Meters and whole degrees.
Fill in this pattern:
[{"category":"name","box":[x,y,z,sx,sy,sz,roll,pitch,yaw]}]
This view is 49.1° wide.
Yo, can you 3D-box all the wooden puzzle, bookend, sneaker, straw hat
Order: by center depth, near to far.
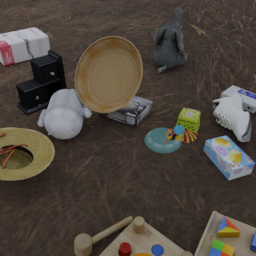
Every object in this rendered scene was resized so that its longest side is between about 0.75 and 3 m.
[{"category":"wooden puzzle","box":[2.843,3.056,7.077,1.898,0.439,1.758,20,42,24]},{"category":"straw hat","box":[-3.660,1.095,9.054,2.497,1.057,2.497,9,37,-7]},{"category":"sneaker","box":[4.134,-0.349,11.198,1.266,1.083,2.908,-6,30,10]},{"category":"bookend","box":[-3.885,-2.024,12.257,2.121,2.134,0.983,-29,46,-33]}]

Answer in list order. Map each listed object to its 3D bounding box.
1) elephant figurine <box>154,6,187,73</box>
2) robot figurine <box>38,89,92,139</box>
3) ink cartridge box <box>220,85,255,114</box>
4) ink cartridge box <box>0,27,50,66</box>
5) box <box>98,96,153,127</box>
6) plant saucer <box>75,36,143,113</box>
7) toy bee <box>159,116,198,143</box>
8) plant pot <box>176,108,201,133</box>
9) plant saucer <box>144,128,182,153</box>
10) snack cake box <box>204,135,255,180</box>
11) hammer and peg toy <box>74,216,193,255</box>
[{"category":"elephant figurine","box":[2.272,-4.839,15.274,2.024,2.861,2.220,-11,39,-14]},{"category":"robot figurine","box":[-2.430,-0.546,10.909,2.130,1.418,2.511,-13,37,8]},{"category":"ink cartridge box","box":[5.388,-1.241,12.655,1.047,0.413,2.106,-29,45,-33]},{"category":"ink cartridge box","box":[-6.422,-4.940,16.747,2.910,1.234,2.119,-25,44,-27]},{"category":"box","box":[-0.112,-0.891,12.139,1.939,0.469,1.536,20,42,23]},{"category":"plant saucer","box":[-0.683,-1.968,10.581,2.895,2.895,0.513,22,5,26]},{"category":"toy bee","box":[1.476,0.222,8.785,1.285,0.699,0.841,26,3,28]},{"category":"plant pot","box":[2.392,-0.276,11.097,0.863,0.787,0.867,16,41,18]},{"category":"plant saucer","box":[1.337,0.394,10.667,1.420,0.255,1.420,0,37,0]},{"category":"snack cake box","box":[3.437,0.989,9.669,0.900,0.526,1.566,-12,39,-17]},{"category":"hammer and peg toy","box":[0.067,3.035,6.659,2.766,0.976,2.035,29,46,32]}]
